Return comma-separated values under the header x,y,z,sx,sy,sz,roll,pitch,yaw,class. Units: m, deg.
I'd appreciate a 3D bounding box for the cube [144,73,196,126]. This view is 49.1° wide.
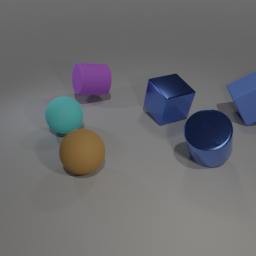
x,y,z,sx,sy,sz,roll,pitch,yaw,class
1.650,-1.186,11.461,1.400,1.400,1.400,-16,48,-24,cube

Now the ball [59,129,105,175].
x,y,z,sx,sy,sz,roll,pitch,yaw,class
-1.400,0.721,8.604,1.400,1.400,1.400,0,32,0,ball

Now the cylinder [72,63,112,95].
x,y,z,sx,sy,sz,roll,pitch,yaw,class
-1.660,-2.218,12.729,1.400,1.400,1.400,-5,30,-29,cylinder

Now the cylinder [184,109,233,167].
x,y,z,sx,sy,sz,roll,pitch,yaw,class
2.527,0.344,8.749,1.400,1.400,1.400,-8,61,15,cylinder

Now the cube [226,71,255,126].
x,y,z,sx,sy,sz,roll,pitch,yaw,class
5.014,-1.225,11.273,1.400,1.400,1.400,-27,24,21,cube

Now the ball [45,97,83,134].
x,y,z,sx,sy,sz,roll,pitch,yaw,class
-2.392,-0.481,10.535,1.400,1.400,1.400,0,32,0,ball
